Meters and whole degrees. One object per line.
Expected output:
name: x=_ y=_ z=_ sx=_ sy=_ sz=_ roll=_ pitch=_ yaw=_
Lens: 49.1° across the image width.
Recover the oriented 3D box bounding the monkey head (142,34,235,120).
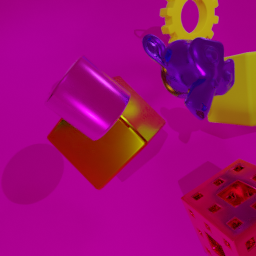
monkey head: x=0.819 y=-0.620 z=3.741 sx=0.927 sy=1.538 sz=1.107 roll=-2 pitch=55 yaw=50

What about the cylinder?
cylinder: x=-0.524 y=-0.386 z=3.693 sx=0.818 sy=0.818 sz=0.818 roll=38 pitch=60 yaw=-14

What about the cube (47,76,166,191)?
cube: x=-0.348 y=0.030 z=5.200 sx=1.354 sy=1.354 sz=1.354 roll=45 pitch=26 yaw=3

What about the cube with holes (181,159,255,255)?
cube with holes: x=1.498 y=1.199 z=3.491 sx=1.020 sy=1.020 sz=1.020 roll=-30 pitch=20 yaw=-12

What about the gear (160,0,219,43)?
gear: x=1.474 y=-2.640 z=6.625 sx=1.543 sy=1.543 sz=0.285 roll=-31 pitch=29 yaw=-18

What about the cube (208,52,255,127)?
cube: x=2.493 y=-0.820 z=5.698 sx=1.306 sy=1.306 sz=1.306 roll=-10 pitch=99 yaw=-19
